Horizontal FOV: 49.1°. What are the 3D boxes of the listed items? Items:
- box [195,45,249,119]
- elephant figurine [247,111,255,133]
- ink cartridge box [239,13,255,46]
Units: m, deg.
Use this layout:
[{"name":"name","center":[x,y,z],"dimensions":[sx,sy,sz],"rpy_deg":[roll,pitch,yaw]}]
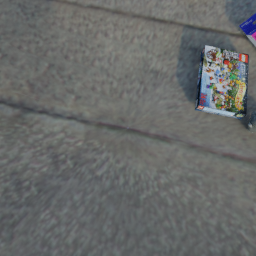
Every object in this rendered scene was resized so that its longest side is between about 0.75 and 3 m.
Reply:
[{"name":"box","center":[2.832,-1.388,8.377],"dimensions":[1.406,0.388,2.058],"rpy_deg":[11,71,-1]},{"name":"elephant figurine","center":[3.854,-0.077,7.733],"dimensions":[0.958,0.678,0.743],"rpy_deg":[16,63,23]},{"name":"ink cartridge box","center":[4.675,-2.629,8.514],"dimensions":[1.209,0.474,2.554],"rpy_deg":[-37,74,14]}]
